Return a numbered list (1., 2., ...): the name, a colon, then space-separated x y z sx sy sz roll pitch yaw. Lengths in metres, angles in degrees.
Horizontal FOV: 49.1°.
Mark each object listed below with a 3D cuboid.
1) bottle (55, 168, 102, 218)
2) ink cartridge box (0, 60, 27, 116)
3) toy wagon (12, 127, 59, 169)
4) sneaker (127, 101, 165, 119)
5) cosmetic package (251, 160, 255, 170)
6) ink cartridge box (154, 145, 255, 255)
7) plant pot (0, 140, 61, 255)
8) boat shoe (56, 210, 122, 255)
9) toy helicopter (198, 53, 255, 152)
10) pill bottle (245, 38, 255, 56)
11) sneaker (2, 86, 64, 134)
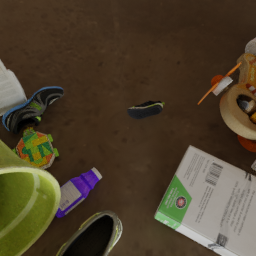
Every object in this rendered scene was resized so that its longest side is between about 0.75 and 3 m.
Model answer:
1. bottle: -1.179 1.413 6.322 1.296 0.423 0.541 -39 67 -18
2. ink cartridge box: -3.625 -0.939 6.385 1.962 2.452 0.580 -23 67 -11
3. toy wagon: -2.330 0.475 6.904 0.981 0.250 1.264 -24 65 -12
4. sneaker: 0.474 -0.498 7.302 0.989 0.355 0.409 -5 37 22
5. cosmetic package: 3.915 0.167 6.686 0.566 0.923 2.237 38 69 18
6. ink cartridge box: 1.928 1.666 5.884 2.262 0.951 1.651 27 66 13
7. plant pot: -3.270 1.066 5.415 2.898 2.898 2.664 -39 58 -18
8. boat shoe: -1.064 2.722 5.442 0.935 0.782 2.616 33 67 16
9. toy helicopter: 2.893 -0.983 7.062 1.957 1.167 2.959 25 52 -3
10. pill bottle: 4.221 -2.450 8.084 1.526 0.830 0.830 -32 67 -16
11. sneaker: -2.352 -0.448 7.226 1.723 0.611 0.714 -37 73 -11
